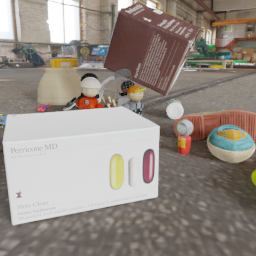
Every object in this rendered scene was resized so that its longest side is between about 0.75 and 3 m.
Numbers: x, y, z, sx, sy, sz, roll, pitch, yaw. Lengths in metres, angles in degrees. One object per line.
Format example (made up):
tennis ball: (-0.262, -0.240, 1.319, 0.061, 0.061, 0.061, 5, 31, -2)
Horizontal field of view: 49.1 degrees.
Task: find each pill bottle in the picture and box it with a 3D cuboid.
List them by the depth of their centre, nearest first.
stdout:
pill bottle: (1.978, -0.844, 11.981, 0.707, 0.707, 1.250, 2, 16, 6)

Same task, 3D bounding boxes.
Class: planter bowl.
planter bowl: (-3.655, -2.402, 15.511, 2.739, 1.843, 2.739, 1, 16, 0)

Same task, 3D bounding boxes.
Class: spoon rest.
spoon rest: (-1.257, -1.747, 13.425, 2.909, 0.882, 1.445, -21, 24, 15)

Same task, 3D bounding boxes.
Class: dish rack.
dish rack: (-0.110, -1.728, 10.578, 0.745, 0.971, 0.265, -18, 12, -26)

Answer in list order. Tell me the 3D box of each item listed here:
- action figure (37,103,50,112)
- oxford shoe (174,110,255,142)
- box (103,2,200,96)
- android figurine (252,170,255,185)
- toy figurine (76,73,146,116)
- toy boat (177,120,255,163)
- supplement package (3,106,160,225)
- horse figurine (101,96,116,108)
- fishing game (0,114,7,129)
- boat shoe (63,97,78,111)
action figure: (-4.049, -0.970, 13.284, 0.384, 0.303, 1.173, 2, 18, -1)
oxford shoe: (2.978, -0.158, 8.948, 2.923, 1.035, 1.079, 4, 14, 12)
box: (0.963, -3.209, 11.195, 2.854, 2.343, 2.368, 26, 37, 6)
android figurine: (3.682, 1.110, 5.183, 2.523, 0.569, 2.771, 12, 19, 37)
toy figurine: (-0.674, -1.071, 10.470, 2.465, 1.742, 2.504, 4, 13, -8)
toy boat: (2.323, 0.281, 7.485, 2.006, 0.932, 1.686, 3, 16, 8)
supplement package: (-0.984, 0.516, 5.627, 2.637, 1.462, 2.054, -6, 16, -20)
horse figurine: (-0.459, -0.443, 9.701, 0.467, 1.239, 1.870, -24, 21, -9)
fishing game: (-5.360, -0.310, 10.754, 1.685, 0.366, 2.354, -8, 18, -18)
boat shoe: (-2.772, -1.155, 13.441, 0.366, 0.302, 1.065, -2, 28, 32)
